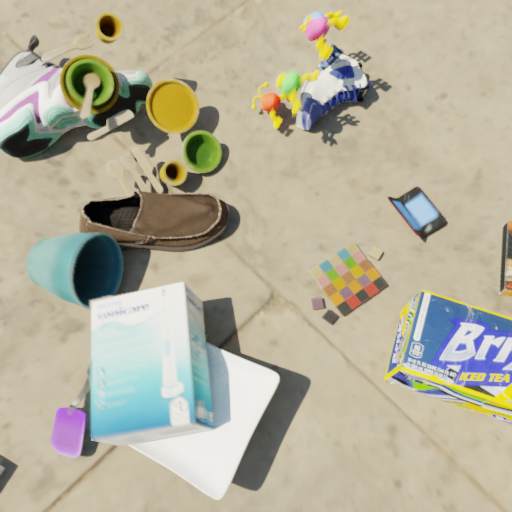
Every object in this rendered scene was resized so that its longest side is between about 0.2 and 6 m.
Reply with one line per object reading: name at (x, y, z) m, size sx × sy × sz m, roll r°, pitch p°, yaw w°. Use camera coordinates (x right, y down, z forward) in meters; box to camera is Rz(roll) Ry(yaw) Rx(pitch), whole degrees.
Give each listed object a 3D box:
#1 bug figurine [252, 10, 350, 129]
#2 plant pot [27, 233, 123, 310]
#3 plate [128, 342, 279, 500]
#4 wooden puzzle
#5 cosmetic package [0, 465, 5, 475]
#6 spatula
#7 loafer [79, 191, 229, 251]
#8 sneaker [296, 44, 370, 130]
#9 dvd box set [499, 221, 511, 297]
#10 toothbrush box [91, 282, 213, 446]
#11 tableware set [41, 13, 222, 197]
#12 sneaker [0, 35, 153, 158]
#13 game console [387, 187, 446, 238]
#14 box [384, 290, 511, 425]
bug figurine at (0.873, -3.963, 11.363) m, size 0.705 × 2.124 × 2.739 m, roll 28°, pitch 96°, yaw -15°
plant pot at (-3.454, 0.207, 10.418) m, size 1.319 × 1.404 × 1.404 m, roll 7°, pitch 68°, yaw 24°
plate at (-0.893, 2.685, 9.645) m, size 2.190 × 0.355 × 2.194 m, roll 17°, pitch 70°, yaw 32°
wooden puzzle at (1.780, 0.458, 10.958) m, size 1.871 × 0.131 × 1.110 m, roll -32°, pitch 72°, yaw -12°
cosmetic package at (-4.873, 3.931, 9.459) m, size 0.605 × 0.435 × 1.072 m, roll 29°, pitch 73°, yaw 11°
spatula at (-3.088, 2.321, 10.135) m, size 0.700 × 0.254 × 2.477 m, roll 2°, pitch 61°, yaw 24°
loafer at (-2.019, -0.703, 10.901) m, size 3.005 × 1.067 × 1.097 m, roll -8°, pitch 69°, yaw -3°
sneaker at (1.766, -3.607, 12.148) m, size 1.217 × 0.852 × 2.108 m, roll 25°, pitch 69°, yaw 11°
dvd box set at (5.885, 0.217, 10.954) m, size 2.094 × 0.308 × 1.532 m, roll 11°, pitch 70°, yaw 5°
toothbrush box at (-1.819, 1.866, 9.669) m, size 1.778 × 1.036 × 2.428 m, roll -13°, pitch 65°, yaw 8°
tableware set at (-2.279, -2.949, 11.090) m, size 2.406 × 0.548 × 3.572 m, roll -34°, pitch 105°, yaw -18°
sneaker at (-4.159, -3.798, 11.947) m, size 3.491 × 1.357 × 2.442 m, roll -22°, pitch 71°, yaw -9°
game console at (3.231, -0.917, 11.225) m, size 0.863 × 0.594 × 1.001 m, roll -32°, pitch 71°, yaw -4°
box at (4.606, 2.096, 9.631) m, size 4.415 × 1.419 × 1.547 m, roll 18°, pitch 71°, yaw 6°
